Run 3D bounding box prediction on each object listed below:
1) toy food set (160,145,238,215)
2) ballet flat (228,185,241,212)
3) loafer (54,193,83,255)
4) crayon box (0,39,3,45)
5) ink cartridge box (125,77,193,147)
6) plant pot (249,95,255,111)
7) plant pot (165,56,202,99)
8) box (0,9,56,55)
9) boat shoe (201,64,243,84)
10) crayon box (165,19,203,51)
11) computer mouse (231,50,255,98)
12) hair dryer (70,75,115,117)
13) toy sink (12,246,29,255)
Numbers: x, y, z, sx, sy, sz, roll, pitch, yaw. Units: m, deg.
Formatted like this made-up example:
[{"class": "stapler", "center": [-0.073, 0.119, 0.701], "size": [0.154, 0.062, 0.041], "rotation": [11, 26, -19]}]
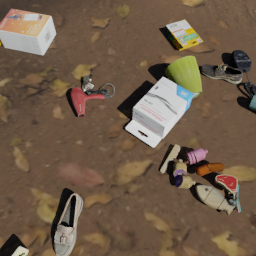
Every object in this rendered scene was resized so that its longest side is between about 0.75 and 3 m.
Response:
[{"class": "toy food set", "center": [2.730, 1.664, 10.237], "size": [2.884, 0.454, 1.833], "rotation": [26, 69, 20]}, {"class": "ballet flat", "center": [3.818, 2.506, 10.077], "size": [0.388, 0.377, 1.091], "rotation": [-3, 53, 19]}, {"class": "loafer", "center": [-2.051, 3.221, 9.433], "size": [0.751, 0.657, 2.089], "rotation": [8, 59, 5]}, {"class": "crayon box", "center": [-7.385, -4.327, 14.003], "size": [1.473, 0.589, 2.320], "rotation": [33, 65, 18]}, {"class": "ink cartridge box", "center": [1.288, -0.701, 11.566], "size": [1.581, 0.910, 2.729], "rotation": [33, 62, 18]}, {"class": "plant pot", "center": [5.649, -1.006, 11.962], "size": [0.772, 0.788, 0.788], "rotation": [22, 61, 22]}, {"class": "plant pot", "center": [2.593, -2.093, 12.329], "size": [1.452, 1.452, 1.552], "rotation": [-18, 75, -10]}, {"class": "box", "center": [-5.009, -4.783, 13.941], "size": [2.197, 1.168, 1.673], "rotation": [13, 60, 7]}, {"class": "boat shoe", "center": [4.361, -2.655, 12.935], "size": [1.916, 0.702, 0.714], "rotation": [16, 60, 9]}, {"class": "crayon box", "center": [2.830, -4.654, 14.272], "size": [1.151, 0.472, 1.831], "rotation": [-21, 61, -12]}, {"class": "computer mouse", "center": [5.457, -2.465, 13.047], "size": [0.828, 0.481, 2.826], "rotation": [-4, 65, -10]}, {"class": "hair dryer", "center": [-1.695, -1.395, 12.250], "size": [1.673, 0.597, 2.197], "rotation": [22, 62, 12]}, {"class": "toy sink", "center": [-3.377, 4.443, 8.610], "size": [0.708, 0.824, 1.264], "rotation": [28, 62, 16]}]
